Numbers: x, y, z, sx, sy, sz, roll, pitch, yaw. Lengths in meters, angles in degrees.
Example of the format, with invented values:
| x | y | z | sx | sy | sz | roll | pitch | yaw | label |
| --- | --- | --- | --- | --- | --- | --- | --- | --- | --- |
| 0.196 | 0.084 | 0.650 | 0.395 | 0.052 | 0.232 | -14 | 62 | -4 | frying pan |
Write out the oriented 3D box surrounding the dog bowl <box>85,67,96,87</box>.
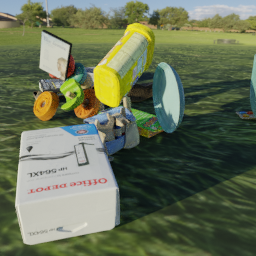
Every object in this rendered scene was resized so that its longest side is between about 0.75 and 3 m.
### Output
| x | y | z | sx | sy | sz | roll | pitch | yaw | label |
| --- | --- | --- | --- | --- | --- | --- | --- | --- | --- |
| -1.922 | -3.341 | 17.994 | 2.787 | 0.817 | 2.787 | 0 | 22 | 0 | dog bowl |

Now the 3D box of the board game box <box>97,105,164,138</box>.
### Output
| x | y | z | sx | sy | sz | roll | pitch | yaw | label |
| --- | --- | --- | --- | --- | --- | --- | --- | --- | --- |
| 0.274 | -0.295 | 10.750 | 2.877 | 0.431 | 1.375 | 17 | 27 | 39 | board game box |

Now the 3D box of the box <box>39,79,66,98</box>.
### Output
| x | y | z | sx | sy | sz | roll | pitch | yaw | label |
| --- | --- | --- | --- | --- | --- | --- | --- | --- | --- |
| -3.725 | -2.215 | 15.383 | 2.028 | 0.618 | 2.516 | -10 | 24 | -20 | box |

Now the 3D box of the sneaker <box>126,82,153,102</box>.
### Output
| x | y | z | sx | sy | sz | roll | pitch | yaw | label |
| --- | --- | --- | --- | --- | --- | --- | --- | --- | --- |
| 0.630 | -1.815 | 14.345 | 2.719 | 0.958 | 1.027 | -11 | 2 | -27 | sneaker |

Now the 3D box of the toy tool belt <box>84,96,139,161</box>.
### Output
| x | y | z | sx | sy | sz | roll | pitch | yaw | label |
| --- | --- | --- | --- | --- | --- | --- | --- | --- | --- |
| -0.657 | -0.041 | 8.530 | 1.556 | 1.532 | 2.493 | 12 | 24 | 34 | toy tool belt |

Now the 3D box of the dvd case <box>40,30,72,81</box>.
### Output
| x | y | z | sx | sy | sz | roll | pitch | yaw | label |
| --- | --- | --- | --- | --- | --- | --- | --- | --- | --- |
| -2.645 | -2.589 | 10.159 | 1.158 | 1.624 | 0.142 | 28 | 44 | 6 | dvd case |

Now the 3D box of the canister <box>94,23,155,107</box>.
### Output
| x | y | z | sx | sy | sz | roll | pitch | yaw | label |
| --- | --- | --- | --- | --- | --- | --- | --- | --- | --- |
| -0.111 | -2.084 | 9.430 | 1.047 | 1.796 | 2.418 | 26 | 59 | 14 | canister |

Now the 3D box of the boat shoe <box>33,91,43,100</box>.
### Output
| x | y | z | sx | sy | sz | roll | pitch | yaw | label |
| --- | --- | --- | --- | --- | --- | --- | --- | --- | --- |
| -4.240 | -1.531 | 13.621 | 1.322 | 0.485 | 0.492 | 11 | 61 | 42 | boat shoe |

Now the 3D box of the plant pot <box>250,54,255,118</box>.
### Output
| x | y | z | sx | sy | sz | roll | pitch | yaw | label |
| --- | --- | --- | --- | --- | --- | --- | --- | --- | --- |
| 6.027 | -1.315 | 10.451 | 3.006 | 2.412 | 3.006 | 2 | 26 | -1 | plant pot |

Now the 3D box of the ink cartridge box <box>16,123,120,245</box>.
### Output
| x | y | z | sx | sy | sz | roll | pitch | yaw | label |
| --- | --- | --- | --- | --- | --- | --- | --- | --- | --- |
| -1.344 | 1.016 | 6.097 | 1.842 | 1.063 | 2.523 | -7 | 30 | -15 | ink cartridge box |

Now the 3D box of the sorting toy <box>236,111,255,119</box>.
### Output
| x | y | z | sx | sy | sz | roll | pitch | yaw | label |
| --- | --- | --- | --- | --- | --- | --- | --- | --- | --- |
| 5.225 | -0.569 | 11.811 | 1.087 | 0.160 | 0.803 | 0 | 21 | -1 | sorting toy |

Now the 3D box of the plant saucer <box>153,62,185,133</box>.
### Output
| x | y | z | sx | sy | sz | roll | pitch | yaw | label |
| --- | --- | --- | --- | --- | --- | --- | --- | --- | --- |
| 1.319 | -0.979 | 9.121 | 0.312 | 2.279 | 2.279 | -7 | 23 | -13 | plant saucer |

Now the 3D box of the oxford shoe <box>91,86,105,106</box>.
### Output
| x | y | z | sx | sy | sz | roll | pitch | yaw | label |
| --- | --- | --- | --- | --- | --- | --- | --- | --- | --- |
| -1.446 | -1.731 | 13.758 | 0.943 | 0.942 | 2.644 | -3 | 20 | -3 | oxford shoe |

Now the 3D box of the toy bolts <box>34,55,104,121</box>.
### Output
| x | y | z | sx | sy | sz | roll | pitch | yaw | label |
| --- | --- | --- | --- | --- | --- | --- | --- | --- | --- |
| -2.369 | -1.439 | 11.826 | 2.650 | 2.774 | 1.924 | -23 | -30 | 28 | toy bolts |
